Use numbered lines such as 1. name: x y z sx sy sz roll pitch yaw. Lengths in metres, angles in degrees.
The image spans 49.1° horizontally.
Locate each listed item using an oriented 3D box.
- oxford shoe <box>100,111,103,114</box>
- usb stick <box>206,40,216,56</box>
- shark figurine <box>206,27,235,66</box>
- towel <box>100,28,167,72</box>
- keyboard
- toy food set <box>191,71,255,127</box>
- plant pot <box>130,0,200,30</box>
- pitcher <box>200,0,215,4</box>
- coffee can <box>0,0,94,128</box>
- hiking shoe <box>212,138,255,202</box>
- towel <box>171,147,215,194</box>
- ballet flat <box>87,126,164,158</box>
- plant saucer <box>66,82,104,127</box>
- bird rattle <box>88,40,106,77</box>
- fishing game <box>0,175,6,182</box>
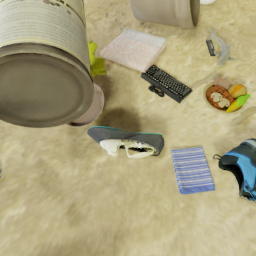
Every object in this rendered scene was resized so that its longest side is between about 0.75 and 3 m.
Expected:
1. oxford shoe: -1.071 -0.745 8.750 0.327 0.313 0.885 -14 65 -24
2. usb stick: 3.028 -2.936 10.225 0.230 0.135 0.829 -3 58 -3
3. shark figurine: 3.368 -2.881 9.821 0.859 0.600 1.437 -6 69 -12
4. towel: 0.224 -2.836 9.964 1.843 0.297 1.760 25 60 23
5. keyboard: 1.189 -1.435 9.222 1.696 0.218 1.018 38 65 23
6. toy food set: 3.077 -1.074 8.862 1.393 0.405 2.018 -29 62 -17
7. plant pot: 1.344 -4.916 10.309 2.269 2.614 2.614 3 56 21
8. pitcher: 3.077 -5.558 11.665 1.123 0.681 0.964 -8 47 7
9. coffee can: -1.887 -1.769 5.948 2.120 2.120 2.896 -7 56 -5
10. hiking shoe: 3.387 1.608 6.883 1.236 1.061 2.851 -25 51 -6
11. towel: 1.740 1.125 7.594 0.964 0.159 1.331 -6 57 -5
12. ballet flat: -0.092 0.432 7.713 2.194 0.802 0.802 7 57 2
13. plant saucer: -1.394 -0.707 8.490 1.516 0.243 1.516 -6 70 16
14. bird rattle: -1.836 -2.075 9.395 2.082 1.173 1.698 -30 49 -3
15. fishing game: -3.847 1.226 7.537 1.059 0.165 0.758 23 60 6
